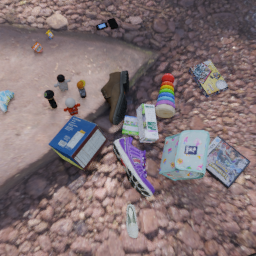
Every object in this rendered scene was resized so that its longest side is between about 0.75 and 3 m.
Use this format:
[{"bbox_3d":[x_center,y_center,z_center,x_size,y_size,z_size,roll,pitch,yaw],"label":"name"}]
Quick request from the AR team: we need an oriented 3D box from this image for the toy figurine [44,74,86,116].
[{"bbox_3d":[-2.466,-1.375,11.242,1.457,1.014,1.435,22,67,10],"label":"toy figurine"}]

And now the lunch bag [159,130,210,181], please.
[{"bbox_3d":[2.015,0.944,9.630,1.092,1.791,1.525,26,64,-23],"label":"lunch bag"}]

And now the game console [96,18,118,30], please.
[{"bbox_3d":[-1.015,-4.914,13.415,1.024,0.123,0.604,-21,66,-9],"label":"game console"}]

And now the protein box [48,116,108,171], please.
[{"bbox_3d":[-1.775,0.507,10.085,1.409,0.958,1.420,19,63,40],"label":"protein box"}]

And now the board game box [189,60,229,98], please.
[{"bbox_3d":[3.444,-2.130,12.013,1.037,0.265,1.531,-21,67,-10],"label":"board game box"}]

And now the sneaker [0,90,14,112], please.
[{"bbox_3d":[-4.951,-1.157,11.480,0.667,0.406,1.021,-21,67,-8],"label":"sneaker"}]

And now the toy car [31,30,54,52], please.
[{"bbox_3d":[-3.809,-3.924,12.709,0.440,0.648,1.321,42,75,-16],"label":"toy car"}]

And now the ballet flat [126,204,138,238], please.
[{"bbox_3d":[0.107,3.133,9.467,0.404,0.404,1.126,-8,66,-4],"label":"ballet flat"}]

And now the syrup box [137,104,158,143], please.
[{"bbox_3d":[0.738,-0.167,10.772,0.555,0.574,1.409,4,67,-22],"label":"syrup box"}]

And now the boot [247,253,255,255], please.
[{"bbox_3d":[4.780,4.606,8.479,2.376,0.869,1.789,-13,64,-2],"label":"boot"}]

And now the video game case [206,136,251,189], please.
[{"bbox_3d":[3.534,1.235,10.455,1.545,0.197,1.396,42,71,17],"label":"video game case"}]

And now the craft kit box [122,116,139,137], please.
[{"bbox_3d":[0.205,-0.072,11.094,0.782,0.190,0.773,9,62,4],"label":"craft kit box"}]

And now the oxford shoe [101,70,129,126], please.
[{"bbox_3d":[-0.577,-1.195,11.291,1.084,0.933,2.567,0,56,8],"label":"oxford shoe"}]

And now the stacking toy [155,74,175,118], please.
[{"bbox_3d":[1.599,-1.403,11.409,0.825,0.825,1.932,9,62,4],"label":"stacking toy"}]

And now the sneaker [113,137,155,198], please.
[{"bbox_3d":[0.346,1.300,10.038,1.012,0.978,2.425,-22,66,-16],"label":"sneaker"}]
